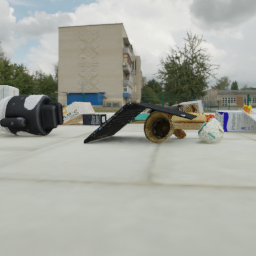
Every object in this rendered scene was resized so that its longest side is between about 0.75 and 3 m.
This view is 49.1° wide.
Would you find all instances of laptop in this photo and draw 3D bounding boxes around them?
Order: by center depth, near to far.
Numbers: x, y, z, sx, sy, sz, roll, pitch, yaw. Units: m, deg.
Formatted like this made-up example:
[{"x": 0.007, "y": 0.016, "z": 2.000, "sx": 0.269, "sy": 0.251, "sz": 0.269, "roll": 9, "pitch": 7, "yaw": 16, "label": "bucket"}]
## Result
[{"x": 0.415, "y": -0.011, "z": 7.154, "sx": 2.328, "sy": 1.203, "sz": 2.064, "roll": -39, "pitch": -8, "yaw": 16, "label": "laptop"}]

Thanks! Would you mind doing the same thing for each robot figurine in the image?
[{"x": -3.006, "y": -0.364, "z": 8.547, "sx": 2.003, "sy": 1.250, "sz": 1.505, "roll": 1, "pitch": -23, "yaw": 11, "label": "robot figurine"}]

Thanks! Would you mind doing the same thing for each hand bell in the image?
[{"x": 1.153, "y": 0.074, "z": 7.378, "sx": 0.799, "sy": 0.799, "sz": 1.534, "roll": 3, "pitch": -6, "yaw": 37, "label": "hand bell"}]

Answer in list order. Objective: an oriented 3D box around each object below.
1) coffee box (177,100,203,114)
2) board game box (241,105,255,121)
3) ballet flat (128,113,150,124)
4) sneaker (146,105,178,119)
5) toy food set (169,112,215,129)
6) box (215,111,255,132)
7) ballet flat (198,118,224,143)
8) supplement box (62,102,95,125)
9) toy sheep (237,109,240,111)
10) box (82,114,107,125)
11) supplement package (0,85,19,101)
[{"x": 2.587, "y": -0.804, "z": 11.650, "sx": 0.950, "sy": 0.537, "sz": 0.379, "roll": -5, "pitch": 15, "yaw": 40, "label": "coffee box"}, {"x": 4.895, "y": -0.293, "z": 9.125, "sx": 1.703, "sy": 0.220, "sz": 1.703, "roll": -1, "pitch": 31, "yaw": -19, "label": "board game box"}, {"x": 0.246, "y": -0.444, "z": 14.891, "sx": 2.032, "sy": 0.697, "sz": 0.640, "roll": 2, "pitch": -24, "yaw": -4, "label": "ballet flat"}, {"x": 2.552, "y": -0.865, "z": 17.497, "sx": 2.931, "sy": 1.036, "sz": 1.454, "roll": -5, "pitch": 6, "yaw": 4, "label": "sneaker"}, {"x": 2.501, "y": -0.357, "z": 12.134, "sx": 2.734, "sy": 0.665, "sz": 2.706, "roll": -4, "pitch": 6, "yaw": -40, "label": "toy food set"}, {"x": 4.067, "y": -0.268, "z": 10.414, "sx": 1.392, "sy": 0.730, "sz": 1.280, "roll": 1, "pitch": 5, "yaw": 4, "label": "box"}, {"x": 2.179, "y": 0.131, "z": 7.209, "sx": 0.621, "sy": 0.621, "sz": 1.732, "roll": 2, "pitch": 7, "yaw": 23, "label": "ballet flat"}, {"x": -2.660, "y": -0.751, "z": 14.419, "sx": 1.218, "sy": 0.711, "sz": 1.933, "roll": -28, "pitch": -4, "yaw": 17, "label": "supplement box"}, {"x": 4.638, "y": -0.369, "z": 11.541, "sx": 0.823, "sy": 0.823, "sz": 1.194, "roll": -2, "pitch": 9, "yaw": -26, "label": "toy sheep"}, {"x": -1.639, "y": -0.426, "z": 13.868, "sx": 0.944, "sy": 0.554, "sz": 0.928, "roll": 1, "pitch": 4, "yaw": 16, "label": "box"}, {"x": -6.255, "y": -0.946, "z": 12.248, "sx": 2.458, "sy": 1.807, "sz": 2.350, "roll": 1, "pitch": 4, "yaw": -13, "label": "supplement package"}]
